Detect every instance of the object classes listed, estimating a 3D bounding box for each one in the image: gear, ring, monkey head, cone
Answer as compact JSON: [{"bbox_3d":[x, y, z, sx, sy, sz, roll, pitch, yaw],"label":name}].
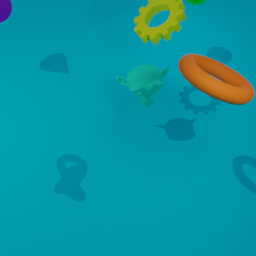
[{"bbox_3d":[0.744,-2.602,6.675,1.245,0.230,1.245,-12,64,26],"label":"gear"},{"bbox_3d":[1.430,-0.811,4.548,1.313,0.263,1.313,18,32,-12],"label":"ring"},{"bbox_3d":[0.417,-1.070,6.981,1.356,0.976,0.817,-11,55,-2],"label":"monkey head"},{"bbox_3d":[-3.782,-3.513,7.671,0.990,0.994,0.990,-1,95,-14],"label":"cone"}]

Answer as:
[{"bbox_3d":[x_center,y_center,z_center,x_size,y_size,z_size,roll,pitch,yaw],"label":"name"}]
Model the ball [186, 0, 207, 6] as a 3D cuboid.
[{"bbox_3d":[1.987,-3.964,8.035,0.828,0.828,0.828,0,63,0],"label":"ball"}]
